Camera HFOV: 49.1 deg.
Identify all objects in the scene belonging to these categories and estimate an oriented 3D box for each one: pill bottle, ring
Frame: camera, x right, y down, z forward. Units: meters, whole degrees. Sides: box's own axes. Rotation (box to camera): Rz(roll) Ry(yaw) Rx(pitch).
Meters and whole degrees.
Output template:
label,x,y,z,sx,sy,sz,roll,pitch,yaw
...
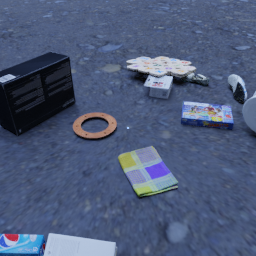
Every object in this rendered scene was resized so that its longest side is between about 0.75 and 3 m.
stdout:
label,x,y,z,sx,sy,sz,roll,pitch,yaw
pill bottle,4.861,-0.809,8.593,2.782,1.544,1.544,-23,41,-28
ring,-1.037,-0.071,8.789,1.363,0.131,1.363,0,36,0

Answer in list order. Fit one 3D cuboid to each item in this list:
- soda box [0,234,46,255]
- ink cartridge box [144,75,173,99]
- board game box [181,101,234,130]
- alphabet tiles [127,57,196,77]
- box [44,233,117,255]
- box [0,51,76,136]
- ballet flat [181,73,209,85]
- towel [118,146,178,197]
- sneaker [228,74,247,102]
label,x,y,z,sx,sy,sz,roll,pitch,yaw
soda box,-2.198,2.278,5.269,1.222,0.414,0.392,0,36,1
ink cartridge box,1.149,-1.591,10.627,0.934,0.446,1.064,10,37,13
board game box,2.565,-0.438,9.168,1.595,0.275,1.080,7,36,10
alphabet tiles,1.396,-2.638,12.021,2.817,0.206,2.755,20,32,32
box,-0.783,2.227,4.771,1.122,0.855,0.597,7,62,4
box,-2.948,-1.171,8.926,0.979,1.752,2.483,21,40,30
ballet flat,2.713,-2.021,11.300,1.144,0.364,0.385,18,39,24
towel,0.469,1.060,7.173,1.124,0.178,1.565,-11,37,-16
sneaker,4.173,-1.480,10.439,0.556,0.551,1.533,17,40,-13
